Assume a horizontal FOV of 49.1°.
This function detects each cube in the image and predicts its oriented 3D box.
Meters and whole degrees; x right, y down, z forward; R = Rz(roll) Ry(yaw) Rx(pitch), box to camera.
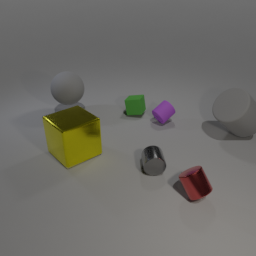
[{"bbox_3d":[-1.856,0.252,9.460,1.400,1.400,1.400,-23,36,-34],"label":"cube"},{"bbox_3d":[0.325,-1.006,12.173,0.700,0.700,0.700,-2,22,20],"label":"cube"}]

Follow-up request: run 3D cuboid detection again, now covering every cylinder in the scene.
[{"bbox_3d":[1.851,1.498,7.685,0.700,0.700,0.700,-27,1,1],"label":"cylinder"},{"bbox_3d":[4.058,-0.549,10.271,1.400,1.400,1.400,31,9,-38],"label":"cylinder"},{"bbox_3d":[1.456,-0.655,11.457,0.700,0.700,0.700,-41,42,-10],"label":"cylinder"},{"bbox_3d":[0.803,1.023,8.822,0.700,0.700,0.700,-2,30,-3],"label":"cylinder"}]

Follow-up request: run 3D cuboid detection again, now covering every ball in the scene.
[{"bbox_3d":[-2.541,-1.668,11.791,1.400,1.400,1.400,0,30,0],"label":"ball"}]
